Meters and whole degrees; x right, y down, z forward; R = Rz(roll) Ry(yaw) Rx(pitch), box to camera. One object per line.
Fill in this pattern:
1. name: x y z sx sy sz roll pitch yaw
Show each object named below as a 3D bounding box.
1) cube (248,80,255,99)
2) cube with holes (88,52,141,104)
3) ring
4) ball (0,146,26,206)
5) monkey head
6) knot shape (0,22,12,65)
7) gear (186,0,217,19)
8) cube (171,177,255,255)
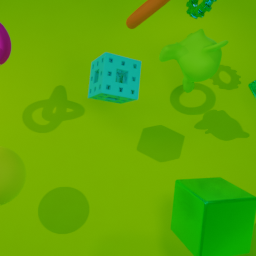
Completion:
1. cube: 3.685 -0.649 6.341 1.191 1.191 1.191 -32 59 28
2. cube with holes: -0.317 -1.085 6.355 0.865 0.865 0.865 8 85 -27
3. ring: 0.559 -2.874 6.651 1.454 1.454 0.291 -44 105 -20
4. ball: -2.810 1.004 5.879 1.269 1.269 1.269 0 62 0
5. monkey head: 1.476 -1.582 6.539 1.300 1.807 1.089 -19 69 -24
6. knot shape: -3.850 -2.403 6.795 1.885 0.871 1.763 -7 84 -12
7. gear: 1.959 -3.454 7.367 0.203 1.098 1.098 13 59 -25
8. cube: 1.663 1.743 5.615 1.157 1.157 1.157 1 100 -19
